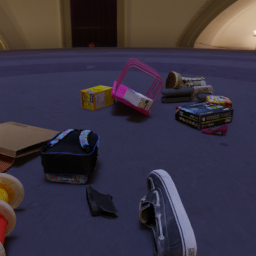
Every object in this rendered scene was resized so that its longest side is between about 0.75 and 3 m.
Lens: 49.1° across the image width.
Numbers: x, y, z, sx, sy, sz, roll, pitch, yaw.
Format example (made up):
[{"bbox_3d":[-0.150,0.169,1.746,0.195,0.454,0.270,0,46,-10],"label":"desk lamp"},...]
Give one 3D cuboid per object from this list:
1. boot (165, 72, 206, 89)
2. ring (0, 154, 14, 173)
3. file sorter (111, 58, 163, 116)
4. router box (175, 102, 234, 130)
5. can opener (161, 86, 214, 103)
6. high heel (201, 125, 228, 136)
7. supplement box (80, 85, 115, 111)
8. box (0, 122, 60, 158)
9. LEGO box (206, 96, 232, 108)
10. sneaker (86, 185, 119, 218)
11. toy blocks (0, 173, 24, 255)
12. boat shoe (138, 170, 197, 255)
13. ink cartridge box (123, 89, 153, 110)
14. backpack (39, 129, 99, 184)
[{"bbox_3d":[3.342,-2.522,15.846,2.211,1.031,2.860,3,-1,1],"label":"boot"},{"bbox_3d":[-4.631,1.015,8.186,2.447,0.235,2.447,1,20,0],"label":"ring"},{"bbox_3d":[0.485,-2.151,13.522,1.932,1.744,2.781,27,18,-10],"label":"file sorter"},{"bbox_3d":[3.214,-0.569,11.879,1.967,0.611,1.474,-12,24,-28],"label":"router box"},{"bbox_3d":[3.231,-1.774,14.848,2.979,0.784,0.990,-4,21,-9],"label":"can opener"},{"bbox_3d":[3.258,0.018,10.549,0.932,0.448,0.314,7,22,18],"label":"high heel"},{"bbox_3d":[-1.506,-1.547,14.099,0.889,0.883,1.623,15,25,34],"label":"supplement box"},{"bbox_3d":[-3.951,0.319,9.608,2.877,0.306,2.352,10,16,25],"label":"box"},{"bbox_3d":[4.369,-1.154,13.564,1.007,0.522,1.353,3,21,7],"label":"LEGO box"},{"bbox_3d":[-0.615,1.657,6.400,0.569,0.328,1.091,-6,26,-16],"label":"sneaker"},{"bbox_3d":[-3.176,1.887,4.814,2.243,0.977,2.691,-3,21,-9],"label":"toy blocks"},{"bbox_3d":[0.597,1.664,5.731,0.813,0.860,2.398,-2,28,-8],"label":"boat shoe"},{"bbox_3d":[0.458,-1.219,12.096,0.818,0.476,1.131,34,13,28],"label":"ink cartridge box"},{"bbox_3d":[-1.519,0.680,7.859,1.477,1.089,1.618,2,21,4],"label":"backpack"}]
